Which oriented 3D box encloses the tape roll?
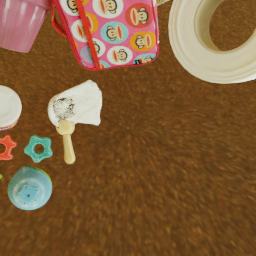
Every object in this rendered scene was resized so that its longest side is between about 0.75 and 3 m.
[{"bbox_3d":[2.414,-2.487,6.537,2.870,2.870,1.004,34,27,27],"label":"tape roll"}]

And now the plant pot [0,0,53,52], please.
[{"bbox_3d":[-2.515,-2.504,6.041,1.630,1.459,1.630,17,16,-5],"label":"plant pot"}]

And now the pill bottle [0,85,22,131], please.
[{"bbox_3d":[-2.759,-0.360,6.014,0.829,1.452,0.829,2,84,-23],"label":"pill bottle"}]

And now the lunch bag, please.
[{"bbox_3d":[-0.525,-2.411,5.828,2.250,2.555,1.047,-5,55,7],"label":"lunch bag"}]

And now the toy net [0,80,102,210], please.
[{"bbox_3d":[-1.295,0.160,4.314,1.193,0.439,2.274,34,87,-14],"label":"toy net"}]

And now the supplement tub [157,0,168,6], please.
[{"bbox_3d":[0.399,-4.383,8.204,2.442,1.776,1.776,-22,48,11],"label":"supplement tub"}]
